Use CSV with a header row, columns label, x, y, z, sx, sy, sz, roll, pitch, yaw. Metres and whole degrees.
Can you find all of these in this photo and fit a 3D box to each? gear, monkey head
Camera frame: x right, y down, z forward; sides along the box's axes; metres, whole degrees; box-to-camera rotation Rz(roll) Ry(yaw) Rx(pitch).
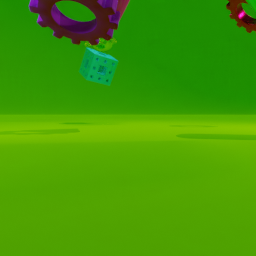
label,x,y,z,sx,sy,sz,roll,pitch,yaw
gear,-1.113,-2.473,5.967,1.849,0.342,1.849,8,-19,3
gear,3.847,-3.687,8.827,1.608,0.297,1.608,43,-3,3
monkey head,-1.097,-3.960,12.206,1.575,1.133,0.949,-15,11,-24

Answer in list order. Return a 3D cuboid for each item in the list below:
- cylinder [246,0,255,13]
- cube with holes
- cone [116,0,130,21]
label,x,y,z,sx,sy,sz,roll,pitch,yaw
cylinder,2.951,-2.182,4.754,1.312,1.312,1.312,-35,-3,-2
cube with holes,-1.244,-2.557,11.679,1.080,1.080,1.080,10,22,-32
cone,-0.344,-3.149,6.762,1.610,1.610,1.616,0,-23,7
